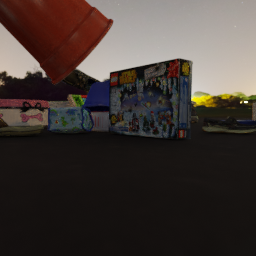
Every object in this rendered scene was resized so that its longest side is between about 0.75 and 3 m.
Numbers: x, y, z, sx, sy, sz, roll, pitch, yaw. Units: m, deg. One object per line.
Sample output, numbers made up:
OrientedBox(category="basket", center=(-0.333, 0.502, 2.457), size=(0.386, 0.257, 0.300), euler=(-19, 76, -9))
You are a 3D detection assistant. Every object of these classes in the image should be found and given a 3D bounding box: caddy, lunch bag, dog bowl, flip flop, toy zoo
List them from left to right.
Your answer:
OrientedBox(category="flip flop", center=(-2.334, -0.068, 5.006), size=(1.598, 0.460, 0.648), euler=(-1, 3, -23))
OrientedBox(category="dog bowl", center=(-3.539, -0.443, 8.877), size=(2.348, 0.866, 2.348), euler=(0, 2, 0))
OrientedBox(category="lunch bag", center=(-1.201, -0.142, 6.041), size=(0.783, 0.587, 0.921), euler=(-1, -10, 7))
OrientedBox(category="toy zoo", center=(-1.394, -0.852, 12.809), size=(2.434, 1.597, 0.249), euler=(-2, -40, -39))
OrientedBox(category="caddy", center=(-0.511, -0.704, 9.992), size=(1.813, 1.346, 2.565), euler=(26, -17, -38))

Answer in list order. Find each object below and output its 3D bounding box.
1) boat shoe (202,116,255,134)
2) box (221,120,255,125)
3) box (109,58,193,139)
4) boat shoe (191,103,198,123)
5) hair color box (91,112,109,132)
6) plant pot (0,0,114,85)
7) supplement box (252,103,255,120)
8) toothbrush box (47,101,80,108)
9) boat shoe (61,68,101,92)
OrientedBox(category="boat shoe", center=(2.183, -0.070, 6.066), size=(1.135, 0.368, 0.415), euler=(1, 3, 23))
OrientedBox(category="box", center=(3.620, -0.141, 8.972), size=(1.488, 0.241, 0.901), euler=(-2, 3, -4))
OrientedBox(category="box", center=(0.319, -0.481, 5.119), size=(0.372, 1.276, 1.864), euler=(1, 1, -39))
OrientedBox(category="boat shoe", center=(2.580, -0.793, 14.021), size=(1.100, 1.083, 2.954), euler=(-1, 3, -20))
OrientedBox(category="hair color box", center=(-0.564, -0.155, 6.714), size=(0.952, 0.483, 0.291), euler=(3, 4, 38))
OrientedBox(category="plant pot", center=(-2.149, -2.978, 7.683), size=(2.479, 2.549, 2.549), euler=(43, -18, -25))
OrientedBox(category="supplement box", center=(6.681, -0.686, 12.453), size=(1.726, 1.007, 2.738), euler=(1, 3, 14))
OrientedBox(category="toothbrush box", center=(-3.062, -0.768, 13.828), size=(1.771, 1.047, 2.433), euler=(0, 3, 5))
OrientedBox(category="boat shoe", center=(-1.722, -1.806, 10.822), size=(2.053, 0.704, 0.581), euler=(14, 17, -37))
